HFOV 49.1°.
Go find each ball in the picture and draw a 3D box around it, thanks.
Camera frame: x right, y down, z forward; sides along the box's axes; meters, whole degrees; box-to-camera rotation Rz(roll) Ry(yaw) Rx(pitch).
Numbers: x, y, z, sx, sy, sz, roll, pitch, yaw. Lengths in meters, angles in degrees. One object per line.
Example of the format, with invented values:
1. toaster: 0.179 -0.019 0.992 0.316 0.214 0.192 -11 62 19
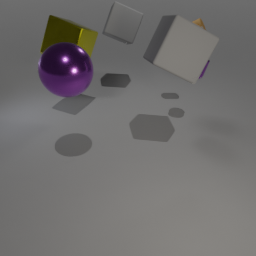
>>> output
1. ball: -1.594 -1.490 7.240 1.400 1.400 1.400 0 31 0

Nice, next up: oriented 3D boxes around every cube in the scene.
1. cube: 1.468 -2.300 8.118 1.400 1.400 1.400 22 16 -16
2. cube: -0.281 -4.833 13.064 1.400 1.400 1.400 19 11 -14
3. cube: -2.184 -3.222 10.519 1.400 1.400 1.400 26 19 11

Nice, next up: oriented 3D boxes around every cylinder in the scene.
1. cylinder: 2.538 -2.267 10.299 0.700 0.700 0.700 14 31 -8
2. cylinder: 2.621 -3.813 10.965 0.700 0.700 0.700 -19 22 28
